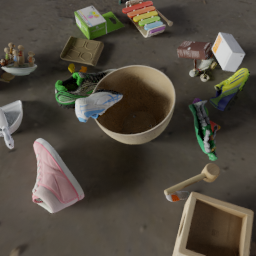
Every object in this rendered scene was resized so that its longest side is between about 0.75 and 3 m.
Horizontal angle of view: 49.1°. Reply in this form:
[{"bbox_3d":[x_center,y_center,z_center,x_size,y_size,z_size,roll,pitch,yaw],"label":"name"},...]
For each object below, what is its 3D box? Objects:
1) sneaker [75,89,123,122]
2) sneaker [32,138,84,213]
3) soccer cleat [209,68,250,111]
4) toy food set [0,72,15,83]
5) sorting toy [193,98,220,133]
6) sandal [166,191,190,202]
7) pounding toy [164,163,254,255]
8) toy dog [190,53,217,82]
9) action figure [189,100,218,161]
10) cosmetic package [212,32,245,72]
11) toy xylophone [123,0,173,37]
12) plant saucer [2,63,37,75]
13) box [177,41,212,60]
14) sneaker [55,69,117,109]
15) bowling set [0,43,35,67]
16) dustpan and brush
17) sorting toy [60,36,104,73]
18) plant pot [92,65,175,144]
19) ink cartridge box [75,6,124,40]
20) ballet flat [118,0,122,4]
[{"bbox_3d":[-0.918,-0.781,9.109,0.766,0.773,2.133,17,28,29],"label":"sneaker"},{"bbox_3d":[-2.751,1.584,9.251,1.410,1.015,2.696,-31,66,-25],"label":"sneaker"},{"bbox_3d":[4.207,-1.739,11.548,1.047,0.810,2.504,29,62,17],"label":"soccer cleat"},{"bbox_3d":[-5.265,-2.271,12.311,0.567,0.165,0.821,15,53,1],"label":"toy food set"},{"bbox_3d":[3.140,-0.480,11.004,0.578,0.582,1.680,-2,56,-29],"label":"sorting toy"},{"bbox_3d":[1.623,2.265,9.305,0.888,0.254,0.340,4,74,-22],"label":"sandal"},{"bbox_3d":[2.234,2.581,8.430,2.536,1.320,2.886,16,58,10],"label":"pounding toy"},{"bbox_3d":[3.350,-2.798,12.309,0.936,0.684,1.419,25,60,16],"label":"toy dog"},{"bbox_3d":[2.587,0.111,9.207,1.176,0.544,1.991,-20,96,-48],"label":"action figure"},{"bbox_3d":[3.514,-2.701,9.906,0.511,0.728,1.435,6,43,-11],"label":"cosmetic package"},{"bbox_3d":[1.048,-5.596,14.140,1.950,0.669,2.663,-30,62,-18],"label":"toy xylophone"},{"bbox_3d":[-4.664,-2.517,12.108,1.429,0.359,1.429,2,21,-1],"label":"plant saucer"},{"bbox_3d":[2.994,-3.505,12.620,1.387,0.520,0.695,18,56,35],"label":"box"},{"bbox_3d":[-1.537,-1.746,11.309,2.882,1.228,1.124,-24,60,-16],"label":"sneaker"},{"bbox_3d":[-4.909,-3.119,12.063,1.613,0.866,1.123,17,24,21],"label":"bowling set"},{"bbox_3d":[-4.629,-0.072,10.507,1.790,0.734,2.565,-26,61,-16],"label":"dustpan and brush"},{"bbox_3d":[-2.197,-3.292,12.904,1.669,0.300,2.241,14,58,4],"label":"sorting toy"},{"bbox_3d":[0.279,-0.524,10.005,2.830,1.900,2.830,-5,59,8],"label":"plant pot"},{"bbox_3d":[-1.412,-5.416,13.967,2.016,0.763,1.490,-27,61,-16],"label":"ink cartridge box"},{"bbox_3d":[-0.417,-7.151,15.382,0.284,0.286,0.836,-3,57,-1],"label":"ballet flat"}]
